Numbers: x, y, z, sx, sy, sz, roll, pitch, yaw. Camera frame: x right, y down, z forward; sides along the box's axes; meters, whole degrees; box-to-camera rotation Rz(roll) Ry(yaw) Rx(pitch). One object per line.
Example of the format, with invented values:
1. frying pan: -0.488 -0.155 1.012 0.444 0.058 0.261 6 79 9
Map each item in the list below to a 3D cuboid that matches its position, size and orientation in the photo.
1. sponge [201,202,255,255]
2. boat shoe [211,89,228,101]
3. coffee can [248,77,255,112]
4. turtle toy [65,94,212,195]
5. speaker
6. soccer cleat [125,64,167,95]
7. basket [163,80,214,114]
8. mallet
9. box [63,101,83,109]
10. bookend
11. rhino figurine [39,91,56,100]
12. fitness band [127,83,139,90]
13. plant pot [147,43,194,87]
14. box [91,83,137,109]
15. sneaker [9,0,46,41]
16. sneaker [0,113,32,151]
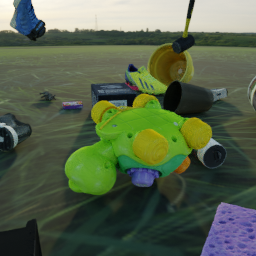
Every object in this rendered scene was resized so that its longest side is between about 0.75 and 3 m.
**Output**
1. sponge: 1.554 1.830 3.393 1.358 0.363 2.435 10 22 26
2. boat shoe: 3.609 -1.423 12.216 1.448 0.541 0.671 -9 8 -28
3. coffee can: 4.903 -0.964 9.177 1.618 1.618 2.211 6 20 15
4. turtle toy: 0.109 0.391 5.652 2.887 1.459 2.104 -14 31 -31
5. speaker: 1.781 0.402 6.933 0.605 0.605 1.489 -5 21 -13
6. soccer cleat: 0.817 -2.379 13.562 0.869 1.124 2.687 -14 34 -39
7. basket: 2.250 -1.060 10.205 1.526 1.376 1.038 0 49 -23
8. mallet: 1.078 -1.987 5.218 0.449 1.364 0.281 -37 61 -17
9. box: -2.204 -0.909 11.164 0.768 0.150 0.526 -5 21 -14
10. bookend: -1.711 1.826 2.875 1.558 0.718 1.548 -7 20 -15
11. rhino figurine: -3.463 -1.390 12.271 0.452 0.309 1.033 -16 27 -37
12. fitness band: 0.477 -2.249 14.435 1.302 0.244 0.935 8 35 24
13. plant pot: 2.388 -3.020 14.369 2.192 2.192 2.062 12 8 29
14. box: -0.562 -0.993 10.186 1.380 0.973 1.866 -4 21 -12
15. sneaker: -3.088 -3.593 9.048 2.049 1.140 0.787 -31 29 55
16. sneaker: -3.750 -0.021 7.853 2.536 0.843 1.147 14 21 24
